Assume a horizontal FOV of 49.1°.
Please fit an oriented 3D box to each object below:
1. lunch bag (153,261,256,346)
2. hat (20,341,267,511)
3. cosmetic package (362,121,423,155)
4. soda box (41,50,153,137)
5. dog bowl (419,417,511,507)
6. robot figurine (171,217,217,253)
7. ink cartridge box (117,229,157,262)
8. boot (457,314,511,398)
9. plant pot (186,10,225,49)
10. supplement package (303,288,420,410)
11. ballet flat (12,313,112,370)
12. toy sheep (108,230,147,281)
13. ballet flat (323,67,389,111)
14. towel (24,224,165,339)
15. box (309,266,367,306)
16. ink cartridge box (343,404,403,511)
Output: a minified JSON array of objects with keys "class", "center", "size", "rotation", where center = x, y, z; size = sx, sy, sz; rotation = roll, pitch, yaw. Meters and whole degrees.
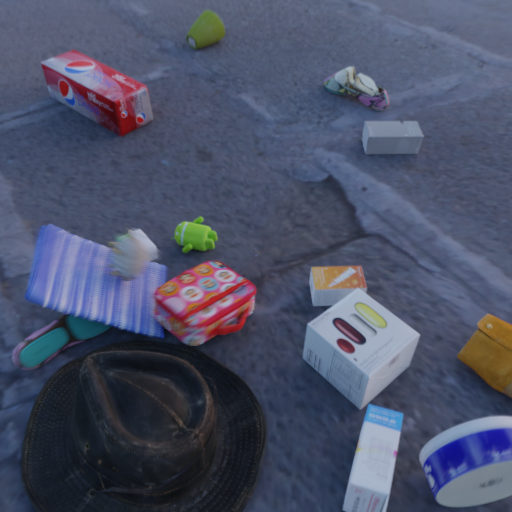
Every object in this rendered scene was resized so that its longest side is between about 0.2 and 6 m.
[{"class":"lunch bag","center":[-0.874,0.898,10.244],"size":[1.518,0.706,1.723],"rotation":[34,45,29]},{"class":"hat","center":[-1.753,2.337,8.250],"size":[3.887,1.568,3.887],"rotation":[0,45,0]},{"class":"cosmetic package","center":[3.500,-3.065,14.533],"size":[1.406,0.634,0.751],"rotation":[0,47,-4]},{"class":"soda box","center":[-4.528,-4.645,15.813],"size":[3.476,1.102,1.217],"rotation":[31,52,29]},{"class":"dog bowl","center":[3.091,2.859,7.706],"size":[1.533,1.533,0.604],"rotation":[-6,45,-6]},{"class":"robot figurine","center":[-1.304,-0.414,11.825],"size":[0.924,0.535,0.811],"rotation":[13,66,11]},{"class":"ink cartridge box","center":[-2.488,-0.165,11.701],"size":[0.547,0.317,0.755],"rotation":[-25,47,-26]},{"class":"boot","center":[4.728,1.485,9.643],"size":[2.295,0.808,1.643],"rotation":[-32,55,-23]},{"class":"plant pot","center":[-1.807,-7.551,19.021],"size":[1.049,1.049,1.121],"rotation":[31,65,28]},{"class":"supplement package","center":[1.739,1.533,9.459],"size":[1.302,1.001,1.361],"rotation":[-32,54,-29]},{"class":"ballet flat","center":[-3.423,1.313,10.008],"size":[2.015,0.697,0.717],"rotation":[-32,26,-31]},{"class":"toy sheep","center":[-2.341,0.010,10.247],"size":[0.720,1.044,0.720],"rotation":[8,32,-5]},{"class":"ballet flat","center":[2.922,-5.002,16.355],"size":[0.805,0.828,2.328],"rotation":[-40,55,-18]},{"class":"towel","center":[-2.798,0.453,10.196],"size":[2.512,0.300,1.819],"rotation":[21,38,-26]},{"class":"box","center":[1.568,0.580,10.828],"size":[0.993,0.484,0.618],"rotation":[-2,44,-2]},{"class":"ink cartridge box","center":[1.628,3.065,7.924],"size":[0.543,0.922,1.601],"rotation":[13,45,14]}]
